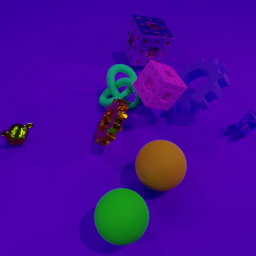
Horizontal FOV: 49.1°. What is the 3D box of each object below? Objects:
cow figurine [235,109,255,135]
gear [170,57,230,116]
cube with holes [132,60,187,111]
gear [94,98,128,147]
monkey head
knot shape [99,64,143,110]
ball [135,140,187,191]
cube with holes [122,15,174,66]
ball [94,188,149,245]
[{"bbox_3d":[3.804,-0.184,8.555,1.100,1.082,0.604,-46,63,10],"label":"cow figurine"},{"bbox_3d":[2.118,-1.345,8.863,2.072,0.383,2.072,-27,39,25],"label":"gear"},{"bbox_3d":[0.902,-1.202,8.058,0.936,0.936,0.936,6,45,-42],"label":"cube with holes"},{"bbox_3d":[-0.502,-0.171,8.051,0.264,1.427,1.427,27,48,-22],"label":"gear"},{"bbox_3d":[-3.321,0.117,8.161,1.075,0.773,0.648,-12,58,20],"label":"monkey head"},{"bbox_3d":[-0.209,-1.360,9.124,1.570,0.726,1.470,0,80,19],"label":"knot shape"},{"bbox_3d":[0.836,0.954,7.166,1.296,1.296,1.296,0,51,0],"label":"ball"},{"bbox_3d":[0.696,-3.168,10.279,1.262,1.262,1.262,-2,52,-23],"label":"cube with holes"},{"bbox_3d":[-0.141,1.960,6.228,1.202,1.202,1.202,0,51,0],"label":"ball"}]
